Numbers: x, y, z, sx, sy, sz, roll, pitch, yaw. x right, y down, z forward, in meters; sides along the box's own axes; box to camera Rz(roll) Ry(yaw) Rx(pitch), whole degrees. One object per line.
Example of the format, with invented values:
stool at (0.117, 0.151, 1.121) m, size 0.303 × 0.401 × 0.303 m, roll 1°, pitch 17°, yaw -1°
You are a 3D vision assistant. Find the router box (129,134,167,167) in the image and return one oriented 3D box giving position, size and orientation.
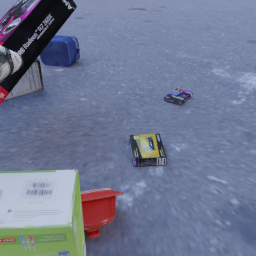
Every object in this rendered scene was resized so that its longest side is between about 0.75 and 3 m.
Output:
router box at (0.453, 0.511, 6.703) m, size 0.772 × 0.256 × 0.982 m, roll -3°, pitch 32°, yaw -4°

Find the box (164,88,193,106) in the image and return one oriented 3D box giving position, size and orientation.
box at (1.677, -1.042, 9.301) m, size 0.633 × 0.160 × 0.885 m, roll 20°, pitch 38°, yaw 29°

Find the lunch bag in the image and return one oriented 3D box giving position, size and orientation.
lunch bag at (-2.871, -3.392, 12.133) m, size 1.681 × 1.142 × 1.112 m, roll 8°, pitch 33°, yaw 13°

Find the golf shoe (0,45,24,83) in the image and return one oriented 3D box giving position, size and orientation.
golf shoe at (-2.326, -0.685, 3.986) m, size 1.903 × 0.691 × 0.876 m, roll -8°, pitch 6°, yaw 30°

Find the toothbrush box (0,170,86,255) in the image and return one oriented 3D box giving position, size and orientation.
toothbrush box at (-1.278, 1.473, 3.525) m, size 1.389 × 1.908 × 0.821 m, roll -1°, pitch 36°, yaw -4°

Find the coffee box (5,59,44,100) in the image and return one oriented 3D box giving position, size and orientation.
coffee box at (-4.522, -1.681, 9.398) m, size 2.835 × 1.132 × 1.602 m, roll -25°, pitch 39°, yaw -34°

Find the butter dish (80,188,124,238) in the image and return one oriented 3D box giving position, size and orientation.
butter dish at (-0.636, 1.468, 4.767) m, size 1.054 × 0.779 × 1.052 m, roll -6°, pitch -9°, yaw -19°

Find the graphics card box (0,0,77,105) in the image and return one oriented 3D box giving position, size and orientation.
graphics card box at (-2.578, -1.830, 6.161) m, size 1.851 × 0.750 × 2.950 m, roll 6°, pitch 58°, yaw 43°
